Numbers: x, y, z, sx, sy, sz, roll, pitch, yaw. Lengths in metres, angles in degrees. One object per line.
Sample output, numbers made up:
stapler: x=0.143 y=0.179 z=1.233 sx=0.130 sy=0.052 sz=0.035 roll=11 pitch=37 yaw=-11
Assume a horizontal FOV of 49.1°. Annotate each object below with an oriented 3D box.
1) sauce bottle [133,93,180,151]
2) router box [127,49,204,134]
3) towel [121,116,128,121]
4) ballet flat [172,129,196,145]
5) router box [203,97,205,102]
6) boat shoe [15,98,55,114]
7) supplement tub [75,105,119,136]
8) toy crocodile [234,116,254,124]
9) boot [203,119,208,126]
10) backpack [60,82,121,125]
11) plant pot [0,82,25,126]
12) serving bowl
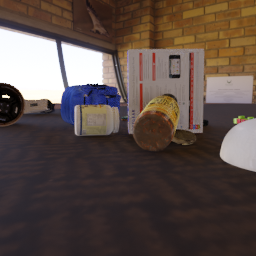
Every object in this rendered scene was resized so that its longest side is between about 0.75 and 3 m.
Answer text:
sauce bottle: x=0.867 y=-0.346 z=7.380 sx=0.977 sy=0.977 sz=2.959 roll=2 pitch=20 yaw=13
router box: x=1.202 y=-1.188 z=9.193 sx=2.437 sy=2.716 sz=0.663 roll=0 pitch=7 yaw=-1
towel: x=0.733 y=-0.574 z=14.732 sx=1.622 sy=0.240 sz=2.212 roll=1 pitch=7 yaw=18
ballet flat: x=1.227 y=0.232 z=7.550 sx=0.543 sy=0.374 sz=1.613 roll=-12 pitch=16 yaw=-29
router box: x=2.375 y=-0.764 z=10.219 sx=0.220 sy=0.860 sz=0.642 roll=41 pitch=-29 yaw=-21
boat shoe: x=-6.490 y=-1.400 z=19.356 sx=2.970 sy=1.109 sz=1.377 roll=0 pitch=-10 yaw=10
supplement tub: x=-0.990 y=-0.246 z=8.761 sx=1.319 sy=0.957 sz=0.957 roll=-1 pitch=7 yaw=-12
toy crocodile: x=4.725 y=-0.266 z=11.335 sx=0.368 sy=0.402 sz=1.191 roll=-6 pitch=9 yaw=-24
boot: x=2.767 y=-0.278 z=11.652 sx=0.969 sy=0.358 sz=0.794 roll=4 pitch=5 yaw=-33
backpack: x=-1.502 y=-0.962 z=11.363 sx=2.210 sy=1.796 sz=1.855 roll=-4 pitch=10 yaw=-36
plant pot: x=-5.393 y=-0.944 z=12.109 sx=1.808 sy=1.808 sz=1.790 roll=-2 pitch=0 yaw=-20
serving bowl: x=3.128 y=0.211 z=5.265 sx=2.638 sy=0.868 sz=2.638 roll=0 pitch=7 yaw=0
